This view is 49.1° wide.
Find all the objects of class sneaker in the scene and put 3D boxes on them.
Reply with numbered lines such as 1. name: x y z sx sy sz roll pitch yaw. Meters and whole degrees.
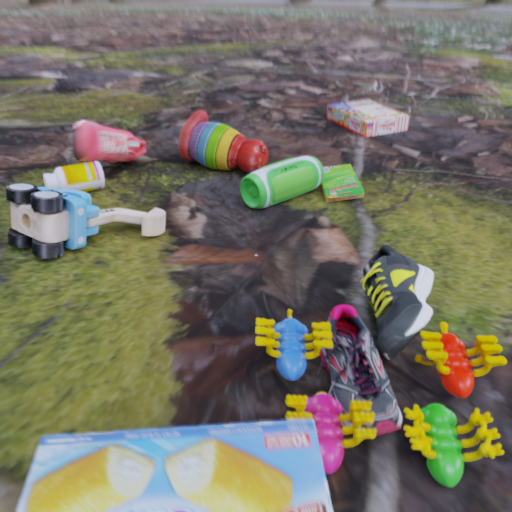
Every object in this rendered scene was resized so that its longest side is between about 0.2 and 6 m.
1. sneaker: 1.689 0.544 7.210 0.903 0.794 2.134 37 27 2
2. sneaker: -3.036 -2.409 11.786 1.013 0.861 2.335 0 8 10
3. sneaker: 1.093 1.268 6.290 0.720 0.666 1.785 -5 31 -9

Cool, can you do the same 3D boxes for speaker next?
1. speaker: 0.522 -1.448 10.922 1.688 0.747 0.747 -23 37 -34

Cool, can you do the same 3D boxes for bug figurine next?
1. bug figurine: 1.286 1.414 6.019 2.726 0.701 2.114 6 36 2

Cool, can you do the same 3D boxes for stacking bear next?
1. stacking bear: -0.627 -2.338 12.243 1.885 1.144 1.072 19 31 16

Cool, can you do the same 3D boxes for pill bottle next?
1. pill bottle: -3.642 -1.530 11.199 1.102 0.574 0.574 -15 33 -25

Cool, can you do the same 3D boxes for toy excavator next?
1. toy excavator: -2.850 -0.673 9.484 1.988 1.021 2.045 19 24 30

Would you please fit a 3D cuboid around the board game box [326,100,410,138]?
1. board game box: 3.006 -3.777 15.242 1.417 0.433 1.871 -13 32 -21

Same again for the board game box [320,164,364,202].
1. board game box: 1.702 -1.482 11.444 0.744 0.234 1.558 -7 27 2

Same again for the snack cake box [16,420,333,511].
1. snack cake box: -0.624 2.189 4.535 2.432 0.817 1.399 -2 29 -3
